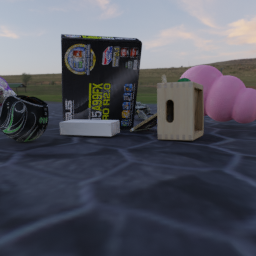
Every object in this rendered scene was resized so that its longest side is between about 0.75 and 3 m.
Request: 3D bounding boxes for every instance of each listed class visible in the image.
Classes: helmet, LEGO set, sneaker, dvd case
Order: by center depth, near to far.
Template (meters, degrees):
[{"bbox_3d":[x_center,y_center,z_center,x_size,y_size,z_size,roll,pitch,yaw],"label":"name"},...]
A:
[{"bbox_3d":[-1.941,-0.153,5.223,0.884,0.842,0.884,21,10,-4],"label":"helmet"},{"bbox_3d":[0.669,-0.199,6.738,1.093,0.087,0.813,-33,-15,35],"label":"dvd case"},{"bbox_3d":[-4.562,-1.389,9.288,0.953,1.048,2.370,-26,1,-4],"label":"sneaker"},{"bbox_3d":[0.624,-0.753,10.607,2.817,0.798,1.830,1,10,18],"label":"LEGO set"}]

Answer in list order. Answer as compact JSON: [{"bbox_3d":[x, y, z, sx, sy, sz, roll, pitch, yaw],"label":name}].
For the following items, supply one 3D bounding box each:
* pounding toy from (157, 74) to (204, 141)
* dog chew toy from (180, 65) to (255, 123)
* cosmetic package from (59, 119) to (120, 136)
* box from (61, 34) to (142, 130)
[{"bbox_3d":[0.999,-0.505,5.822,0.984,1.384,1.274,1,4,25],"label":"pounding toy"},{"bbox_3d":[2.631,-0.869,8.007,2.461,1.532,1.532,27,21,34],"label":"dog chew toy"},{"bbox_3d":[-0.826,-0.006,6.049,1.205,0.305,0.497,1,7,20],"label":"cosmetic package"},{"bbox_3d":[-0.681,-1.027,6.735,1.803,2.251,0.498,-1,27,-14],"label":"box"}]
